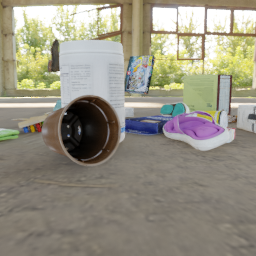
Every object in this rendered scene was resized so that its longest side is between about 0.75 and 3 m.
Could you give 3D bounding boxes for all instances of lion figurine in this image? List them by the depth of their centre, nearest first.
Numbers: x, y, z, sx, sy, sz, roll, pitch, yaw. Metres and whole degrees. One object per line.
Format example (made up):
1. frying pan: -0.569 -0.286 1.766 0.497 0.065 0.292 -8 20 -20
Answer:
1. lion figurine: 4.588 -0.465 12.683 0.855 0.506 1.396 3 18 -37

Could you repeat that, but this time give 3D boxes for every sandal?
1. sandal: 1.833 -0.136 7.899 1.236 0.746 3.037 -23 14 -11

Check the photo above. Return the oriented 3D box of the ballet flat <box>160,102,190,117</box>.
1. ballet flat: 2.460 -0.766 13.570 0.917 0.917 2.641 -2 8 -17

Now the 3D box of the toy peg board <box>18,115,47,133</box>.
1. toy peg board: -3.294 -0.053 9.888 0.988 0.485 0.992 -20 13 -19

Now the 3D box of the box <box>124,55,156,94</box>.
1. box: 0.454 -2.237 11.728 1.102 1.614 0.304 7 -12 30

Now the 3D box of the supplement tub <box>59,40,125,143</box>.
1. supplement tub: -0.957 -0.927 7.709 1.757 2.664 1.757 0 8 0

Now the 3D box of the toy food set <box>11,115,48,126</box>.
1. toy food set: -3.327 -0.249 11.359 2.238 0.449 1.545 -5 1 1

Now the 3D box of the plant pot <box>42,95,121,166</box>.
1. plant pot: -1.099 0.072 5.985 1.392 1.392 1.378 -6 1 -37

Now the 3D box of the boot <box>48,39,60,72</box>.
1. boot: -2.111 -2.200 8.627 0.534 1.102 0.412 7 -13 -4

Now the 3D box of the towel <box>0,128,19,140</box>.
1. towel: -4.610 0.254 8.116 2.279 0.350 1.700 6 12 22

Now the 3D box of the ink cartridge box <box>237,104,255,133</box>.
1. ink cartridge box: 4.976 -0.308 9.536 1.609 0.934 2.229 0 8 -3

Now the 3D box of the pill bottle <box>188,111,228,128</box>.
1. pill bottle: 2.646 -0.222 9.514 1.299 0.728 0.728 3 9 32

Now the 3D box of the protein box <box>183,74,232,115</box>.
1. protein box: 4.337 -1.786 15.394 1.484 2.200 2.184 -7 11 -40

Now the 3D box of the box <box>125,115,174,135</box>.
1. box: 1.052 -0.145 10.291 2.689 0.436 1.629 -10 12 -44

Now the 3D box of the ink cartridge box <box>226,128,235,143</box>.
1. ink cartridge box: 2.778 0.190 8.195 0.568 0.327 0.783 5 9 29

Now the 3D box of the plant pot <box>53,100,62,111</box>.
1. plant pot: -3.530 -1.140 15.608 1.320 0.884 1.320 -1 8 0

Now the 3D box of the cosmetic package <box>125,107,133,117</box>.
1. cosmetic package: -0.637 -0.870 15.006 0.822 0.504 1.992 -6 10 -37

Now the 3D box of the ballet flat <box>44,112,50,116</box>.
1. ballet flat: -3.909 -0.684 14.475 0.903 0.295 0.318 -7 11 -43
